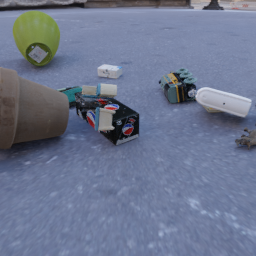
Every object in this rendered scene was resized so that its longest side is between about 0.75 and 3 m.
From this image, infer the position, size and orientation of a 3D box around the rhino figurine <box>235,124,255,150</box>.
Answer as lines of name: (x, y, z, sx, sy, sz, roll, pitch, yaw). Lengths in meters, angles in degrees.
rhino figurine: (3.820, 0.271, 8.551, 1.499, 0.448, 0.655, -21, 34, -30)

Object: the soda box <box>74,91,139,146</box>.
soda box: (-0.790, -0.486, 9.465, 0.980, 0.877, 2.771, -19, 33, -29)

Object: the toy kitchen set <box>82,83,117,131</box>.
toy kitchen set: (-0.944, -0.632, 8.543, 0.990, 1.346, 1.680, 4, 2, -9)

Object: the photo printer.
photo printer: (3.344, -0.952, 9.892, 1.859, 0.646, 1.547, 20, 14, 22)

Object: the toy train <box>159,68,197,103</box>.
toy train: (2.112, -1.833, 11.944, 1.356, 1.014, 2.380, -11, 29, -1)

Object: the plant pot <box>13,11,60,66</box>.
plant pot: (-5.135, -4.801, 15.979, 2.766, 2.766, 2.956, -8, 41, -14)

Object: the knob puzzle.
knob puzzle: (3.908, -1.172, 11.339, 2.216, 0.307, 2.216, 0, 28, 0)

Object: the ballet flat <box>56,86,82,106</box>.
ballet flat: (-2.869, -1.091, 10.870, 2.452, 0.910, 0.910, -9, 30, -21)

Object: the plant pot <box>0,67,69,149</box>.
plant pot: (-2.931, -0.511, 8.449, 2.056, 2.358, 2.358, 4, 24, -28)

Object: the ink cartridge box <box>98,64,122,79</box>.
ink cartridge box: (-0.918, -2.898, 14.355, 1.066, 0.449, 0.778, 11, 31, 20)
